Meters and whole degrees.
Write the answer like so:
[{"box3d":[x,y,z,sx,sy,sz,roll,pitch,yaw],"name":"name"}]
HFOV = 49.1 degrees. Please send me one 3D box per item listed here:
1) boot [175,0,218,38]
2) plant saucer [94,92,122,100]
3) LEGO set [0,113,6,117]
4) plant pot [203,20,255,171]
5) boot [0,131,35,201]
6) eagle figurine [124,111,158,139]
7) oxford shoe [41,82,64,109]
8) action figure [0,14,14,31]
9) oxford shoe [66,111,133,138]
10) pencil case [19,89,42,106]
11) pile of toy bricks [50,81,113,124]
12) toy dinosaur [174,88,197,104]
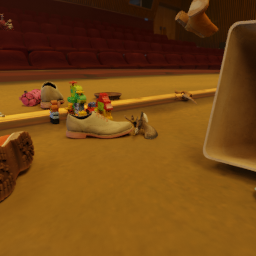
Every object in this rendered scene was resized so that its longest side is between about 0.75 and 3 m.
[{"box3d":[2.728,-3.893,10.062,1.434,0.705,2.004,23,-2,-19],"name":"boot"},{"box3d":[-1.075,-1.700,14.953,1.523,0.279,1.523,-1,15,0],"name":"plant saucer"},{"box3d":[-4.994,-0.506,10.487,0.903,0.222,0.675,13,23,41],"name":"LEGO set"},{"box3d":[3.547,-0.389,5.504,2.432,2.744,2.747,9,4,-45],"name":"plant pot"},{"box3d":[-2.567,0.704,4.825,1.242,0.869,2.317,-9,11,0],"name":"boot"},{"box3d":[0.416,-0.087,8.080,0.766,0.762,1.010,4,0,-29],"name":"eagle figurine"},{"box3d":[-3.536,-1.659,13.148,1.041,1.086,2.942,-4,15,-14],"name":"oxford shoe"},{"box3d":[-3.574,-2.872,7.788,0.789,0.588,0.529,19,17,-40],"name":"action figure"},{"box3d":[-0.794,-0.113,7.930,1.923,0.710,0.681,-3,15,-10],"name":"oxford shoe"},{"box3d":[-4.540,-1.481,13.310,0.752,0.729,1.605,-2,12,-1],"name":"pencil case"},{"box3d":[-1.722,-0.860,9.422,1.581,1.407,2.851,-9,17,-31],"name":"pile of toy bricks"},{"box3d":[2.917,-1.671,14.152,1.125,0.640,2.117,4,15,11],"name":"toy dinosaur"}]
